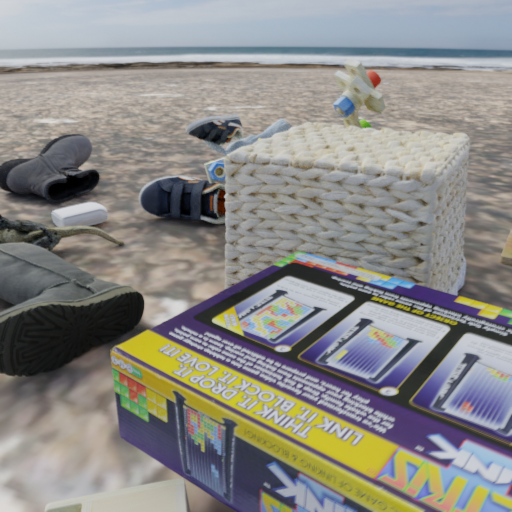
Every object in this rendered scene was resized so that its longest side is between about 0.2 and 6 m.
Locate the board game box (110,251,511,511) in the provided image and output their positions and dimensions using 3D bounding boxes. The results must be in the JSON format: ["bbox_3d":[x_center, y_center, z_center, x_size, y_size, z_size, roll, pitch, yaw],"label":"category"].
[{"bbox_3d":[1.001,1.178,4.811,3.466,0.983,2.865,17,29,35],"label":"board game box"}]

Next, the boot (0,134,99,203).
[{"bbox_3d":[-4.779,-2.173,14.403,2.036,1.079,3.092,14,38,23],"label":"boot"}]

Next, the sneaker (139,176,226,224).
[{"bbox_3d":[-1.292,-1.200,11.927,2.426,0.951,0.963,-1,15,-6],"label":"sneaker"}]

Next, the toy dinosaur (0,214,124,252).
[{"bbox_3d":[-4.012,-0.373,10.139,2.989,0.709,1.317,-1,-3,-5],"label":"toy dinosaur"}]

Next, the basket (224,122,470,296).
[{"bbox_3d":[1.477,-0.493,8.421,3.102,2.517,3.130,11,24,26],"label":"basket"}]

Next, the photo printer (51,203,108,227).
[{"bbox_3d":[-3.685,-0.851,11.818,1.023,0.355,0.851,-18,24,-30],"label":"photo printer"}]

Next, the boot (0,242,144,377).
[{"bbox_3d":[-3.303,0.535,7.882,2.789,1.012,2.535,24,18,31],"label":"boot"}]

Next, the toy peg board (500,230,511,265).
[{"bbox_3d":[5.435,-0.332,10.191,1.569,0.767,1.562,13,27,26],"label":"toy peg board"}]

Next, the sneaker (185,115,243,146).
[{"bbox_3d":[-0.838,-2.682,12.071,1.380,0.548,0.541,-19,-5,-34],"label":"sneaker"}]

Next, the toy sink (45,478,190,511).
[{"bbox_3d":[-1.017,2.243,4.218,1.091,0.711,0.611,-7,27,-7],"label":"toy sink"}]

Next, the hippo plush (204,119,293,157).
[{"bbox_3d":[-0.006,-1.990,13.383,2.456,1.956,1.975,-15,0,-11],"label":"hippo plush"}]

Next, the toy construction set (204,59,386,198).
[{"bbox_3d":[1.084,-2.060,11.325,3.816,2.502,1.758,-39,22,9],"label":"toy construction set"}]
